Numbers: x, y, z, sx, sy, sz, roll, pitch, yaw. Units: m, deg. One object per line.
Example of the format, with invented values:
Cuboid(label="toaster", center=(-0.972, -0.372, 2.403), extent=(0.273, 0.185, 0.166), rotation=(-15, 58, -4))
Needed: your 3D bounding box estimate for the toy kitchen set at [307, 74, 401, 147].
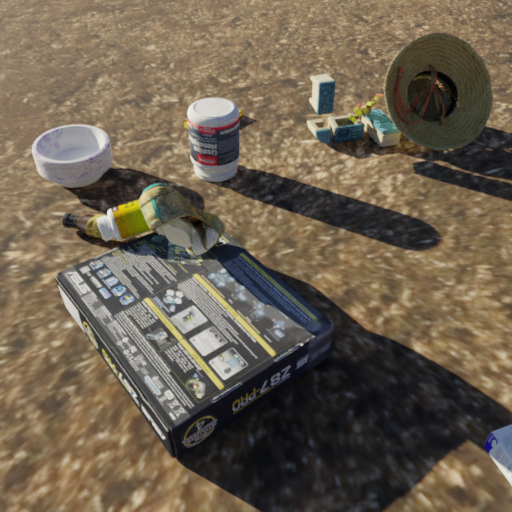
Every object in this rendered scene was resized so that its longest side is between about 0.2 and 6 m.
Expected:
Cuboid(label="toy kitchen set", center=(2.544, -3.730, 14.311), extent=(2.149, 1.722, 1.266), rotation=(-12, 42, -13))

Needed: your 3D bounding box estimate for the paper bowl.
Cuboid(label="paper bowl", center=(-4.307, -2.303, 13.313), extent=(1.772, 0.922, 1.772), rotation=(0, 42, 0))

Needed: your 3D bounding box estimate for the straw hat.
Cuboid(label="straw hat", center=(4.530, -4.211, 15.001), extent=(3.239, 3.239, 1.371), rotation=(-15, 4, -16))

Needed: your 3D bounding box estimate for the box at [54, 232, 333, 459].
Cuboid(label="box", center=(-1.143, 1.003, 9.599), extent=(3.146, 0.959, 3.904), rotation=(-29, 49, -27))

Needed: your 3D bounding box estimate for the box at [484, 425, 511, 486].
Cuboid(label="box", center=(3.845, 2.838, 7.919), extent=(0.787, 0.449, 0.856), rotation=(-14, 44, -14))

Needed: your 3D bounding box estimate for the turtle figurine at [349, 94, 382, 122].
Cuboid(label="turtle figurine", center=(2.838, -3.858, 14.868), extent=(0.873, 0.348, 1.082), rotation=(-41, 14, -34))

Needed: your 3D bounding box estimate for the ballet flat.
Cuboid(label="ballet flat", center=(-1.117, -0.424, 9.277), extent=(0.833, 2.357, 0.833), rotation=(-6, 73, 20))

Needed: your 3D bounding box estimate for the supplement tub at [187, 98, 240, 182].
Cuboid(label="supplement tub", center=(-0.980, -2.729, 13.199), extent=(1.185, 1.688, 1.185), rotation=(0, 41, 0))

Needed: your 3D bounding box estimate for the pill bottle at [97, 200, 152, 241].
Cuboid(label="pill bottle", center=(-2.355, -0.669, 10.515), extent=(1.150, 0.628, 0.628), rotation=(-20, 45, -9))

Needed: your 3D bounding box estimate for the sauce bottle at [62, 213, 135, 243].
Cuboid(label="sauce bottle", center=(-3.317, -0.617, 11.777), extent=(1.555, 0.513, 0.513), rotation=(8, 42, 13))

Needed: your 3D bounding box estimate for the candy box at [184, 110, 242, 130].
Cuboid(label="candy box", center=(-1.178, -3.785, 15.521), extent=(0.782, 0.202, 1.530), rotation=(30, 50, 26))
